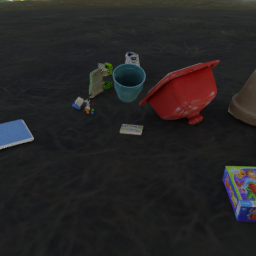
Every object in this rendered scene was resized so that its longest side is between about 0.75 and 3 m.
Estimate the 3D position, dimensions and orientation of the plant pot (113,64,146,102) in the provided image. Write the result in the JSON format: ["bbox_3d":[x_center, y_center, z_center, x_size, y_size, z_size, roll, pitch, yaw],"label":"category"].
[{"bbox_3d":[0.026,-1.717,11.268,1.263,1.187,1.263,1,57,-2],"label":"plant pot"}]

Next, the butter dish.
[{"bbox_3d":[2.400,-1.161,11.618,2.900,2.144,2.892,-22,-8,-28],"label":"butter dish"}]

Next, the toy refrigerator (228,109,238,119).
[{"bbox_3d":[4.758,-0.711,12.414,0.265,0.288,0.757,-8,31,-13],"label":"toy refrigerator"}]

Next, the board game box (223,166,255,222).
[{"bbox_3d":[4.102,1.812,7.779,2.467,0.552,1.659,1,30,2],"label":"board game box"}]

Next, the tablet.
[{"bbox_3d":[-5.216,0.415,10.558,2.873,0.196,1.870,-16,33,-27],"label":"tablet"}]

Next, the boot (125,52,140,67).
[{"bbox_3d":[0.263,-3.557,16.290,1.018,1.323,2.769,-7,31,-11],"label":"boot"}]

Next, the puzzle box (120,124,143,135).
[{"bbox_3d":[0.139,0.053,11.267,0.864,0.110,0.575,5,31,8],"label":"puzzle box"}]

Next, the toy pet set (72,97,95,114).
[{"bbox_3d":[-2.051,-0.937,12.819,0.900,0.512,0.964,30,28,-19],"label":"toy pet set"}]

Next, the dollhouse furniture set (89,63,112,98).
[{"bbox_3d":[-1.734,-2.536,14.516,1.024,1.336,2.040,15,33,21],"label":"dollhouse furniture set"}]

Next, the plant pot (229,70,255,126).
[{"bbox_3d":[5.603,-1.385,11.690,2.213,1.930,2.213,5,36,-4],"label":"plant pot"}]
